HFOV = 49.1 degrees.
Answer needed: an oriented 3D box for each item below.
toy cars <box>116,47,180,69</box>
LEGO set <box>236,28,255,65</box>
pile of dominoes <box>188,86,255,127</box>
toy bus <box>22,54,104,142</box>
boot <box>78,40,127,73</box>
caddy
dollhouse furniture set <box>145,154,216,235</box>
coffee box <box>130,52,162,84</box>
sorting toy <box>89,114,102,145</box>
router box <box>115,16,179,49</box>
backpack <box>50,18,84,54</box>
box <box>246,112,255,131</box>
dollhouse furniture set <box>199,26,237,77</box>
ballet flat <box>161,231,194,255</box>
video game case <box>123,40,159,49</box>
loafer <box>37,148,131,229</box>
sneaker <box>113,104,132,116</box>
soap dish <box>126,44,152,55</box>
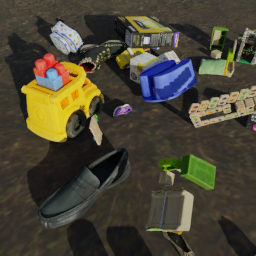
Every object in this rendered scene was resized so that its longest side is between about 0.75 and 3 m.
[{"bbox_3d":[0.877,-3.134,12.539,2.886,0.639,1.294,12,74,8],"label":"toy cars"},{"bbox_3d":[6.499,-4.014,13.161,2.839,1.645,2.183,26,47,26],"label":"LEGO set"},{"bbox_3d":[3.046,-0.494,8.767,2.242,1.747,0.357,-16,64,21],"label":"pile of dominoes"},{"bbox_3d":[-2.160,-1.310,9.420,1.842,2.606,2.714,19,44,23],"label":"toy bus"},{"bbox_3d":[-1.189,-3.254,12.930,2.292,0.827,1.731,-5,42,6],"label":"boot"},{"bbox_3d":[1.568,-1.775,10.980,2.431,1.276,1.719,-32,27,-31],"label":"caddy"},{"bbox_3d":[1.157,1.529,6.134,0.829,1.083,1.653,29,61,-27],"label":"dollhouse furniture set"},{"bbox_3d":[0.745,-2.504,11.957,0.980,0.979,0.969,-32,51,-31],"label":"coffee box"},{"bbox_3d":[-0.971,-0.004,8.437,0.134,0.672,0.909,-15,35,13],"label":"sorting toy"},{"bbox_3d":[0.800,-4.658,13.474,2.266,0.753,2.883,-7,36,-17],"label":"router box"},{"bbox_3d":[-2.972,-4.362,13.756,1.486,1.560,1.202,27,78,18],"label":"backpack"},{"bbox_3d":[4.763,-0.288,9.641,1.107,0.731,0.635,19,45,20],"label":"box"},{"bbox_3d":[4.265,-3.617,13.098,1.477,1.141,2.955,11,43,13],"label":"dollhouse furniture set"},{"bbox_3d":[1.165,2.648,6.667,0.403,0.277,1.195,-19,45,-20],"label":"ballet flat"},{"bbox_3d":[1.115,-5.043,15.193,2.134,0.485,1.934,23,45,24],"label":"video game case"},{"bbox_3d":[-1.105,1.465,7.434,2.920,1.025,0.992,-32,51,-31],"label":"loafer"},{"bbox_3d":[-0.191,-0.630,10.363,0.792,0.319,0.331,-27,54,-28],"label":"sneaker"},{"bbox_3d":[0.362,-3.788,13.715,1.113,0.574,1.414,-19,47,-20],"label":"soap dish"}]
